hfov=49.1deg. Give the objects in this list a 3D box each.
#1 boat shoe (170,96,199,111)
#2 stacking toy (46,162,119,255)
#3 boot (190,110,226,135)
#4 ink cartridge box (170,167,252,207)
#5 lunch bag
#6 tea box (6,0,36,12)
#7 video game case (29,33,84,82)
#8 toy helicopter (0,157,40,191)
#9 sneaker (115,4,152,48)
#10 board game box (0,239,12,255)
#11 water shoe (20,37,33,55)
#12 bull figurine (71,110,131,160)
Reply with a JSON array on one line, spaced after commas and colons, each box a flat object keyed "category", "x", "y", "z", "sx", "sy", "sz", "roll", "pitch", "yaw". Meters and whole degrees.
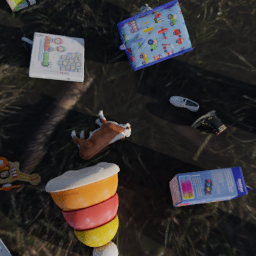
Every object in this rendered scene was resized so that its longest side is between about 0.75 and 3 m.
[{"category": "boat shoe", "x": 2.008, "y": -0.925, "z": 9.898, "sx": 1.054, "sy": 0.352, "sz": 0.388, "roll": 17, "pitch": 71, "yaw": 6}, {"category": "stacking toy", "x": -1.007, "y": 2.619, "z": 8.096, "sx": 2.156, "sy": 2.156, "sz": 2.950, "roll": -14, "pitch": 89, "yaw": -5}, {"category": "boot", "x": 2.757, "y": -0.062, "z": 9.580, "sx": 1.056, "sy": 0.381, "sz": 0.798, "roll": -31, "pitch": 76, "yaw": -10}, {"category": "ink cartridge box", "x": 2.463, "y": 1.754, "z": 8.324, "sx": 2.192, "sy": 1.496, "sz": 0.837, "roll": -8, "pitch": 70, "yaw": -3}, {"category": "lunch bag", "x": 0.827, "y": -3.208, "z": 10.024, "sx": 2.354, "sy": 1.107, "sz": 1.772, "roll": -20, "pitch": 99, "yaw": -4}, {"category": "tea box", "x": -4.501, "y": -5.474, "z": 11.345, "sx": 1.027, "sy": 0.698, "sz": 1.044, "roll": -29, "pitch": 73, "yaw": -9}, {"category": "video game case", "x": -2.531, "y": -2.594, "z": 10.160, "sx": 1.835, "sy": 0.239, "sz": 2.015, "roll": 3, "pitch": 59, "yaw": -13}, {"category": "toy helicopter", "x": -3.577, "y": 1.583, "z": 8.908, "sx": 1.523, "sy": 0.601, "sz": 1.007, "roll": 13, "pitch": 66, "yaw": -6}, {"category": "sneaker", "x": 0.403, "y": -3.756, "z": 10.663, "sx": 0.944, "sy": 0.790, "sz": 2.133, "roll": 39, "pitch": 80, "yaw": 12}, {"category": "board game box", "x": -4.375, "y": 3.988, "z": 7.876, "sx": 2.027, "sy": 0.262, "sz": 2.027, "roll": 39, "pitch": 68, "yaw": 25}, {"category": "water shoe", "x": -3.527, "y": -2.983, "z": 10.671, "sx": 1.269, "sy": 0.454, "sz": 0.501, "roll": 31, "pitch": 101, "yaw": 9}, {"category": "bull figurine", "x": -0.877, "y": 0.195, "z": 9.353, "sx": 1.995, "sy": 0.650, "sz": 1.211, "roll": -35, "pitch": 67, "yaw": -18}]
